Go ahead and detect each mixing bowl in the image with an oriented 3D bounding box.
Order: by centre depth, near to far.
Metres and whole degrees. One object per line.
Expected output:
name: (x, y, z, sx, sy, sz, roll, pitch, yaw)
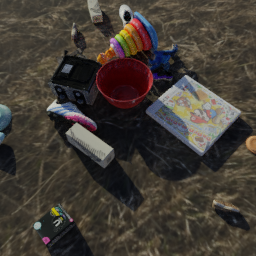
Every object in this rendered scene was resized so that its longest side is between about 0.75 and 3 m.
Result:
mixing bowl: (-0.139, -1.687, 11.757, 2.290, 1.240, 2.290, 0, 60, 0)

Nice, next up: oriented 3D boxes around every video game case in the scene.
video game case: (2.713, -0.652, 11.663, 2.941, 0.337, 2.677, 40, 67, 21)

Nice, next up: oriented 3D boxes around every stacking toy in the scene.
stacking toy: (-0.205, -3.865, 13.125, 2.907, 1.687, 1.596, -33, 60, -3)

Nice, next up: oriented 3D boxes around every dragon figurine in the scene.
dragon figurine: (1.544, -3.010, 12.840, 1.240, 0.734, 2.495, 15, 59, 9)

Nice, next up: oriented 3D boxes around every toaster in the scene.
toaster: (-2.148, -2.119, 12.032, 1.843, 1.209, 2.038, 14, 60, 8)

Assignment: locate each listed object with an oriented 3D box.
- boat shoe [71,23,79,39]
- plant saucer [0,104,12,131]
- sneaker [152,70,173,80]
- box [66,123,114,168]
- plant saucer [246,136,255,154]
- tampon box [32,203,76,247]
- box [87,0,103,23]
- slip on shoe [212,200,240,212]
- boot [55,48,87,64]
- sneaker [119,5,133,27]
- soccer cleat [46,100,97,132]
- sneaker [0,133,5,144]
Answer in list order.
boat shoe: (-2.671, -4.880, 14.187, 0.354, 0.393, 1.091, 6, 54, -12)
plant saucer: (-5.606, -0.455, 11.587, 1.469, 0.283, 1.469, 0, 58, 0)
sneaker: (1.545, -2.432, 12.641, 0.970, 0.482, 0.337, 2, 59, 1)
box: (-1.428, 0.656, 10.644, 1.878, 0.772, 0.642, 33, 65, 19)
plant saucer: (5.055, 0.657, 11.009, 0.784, 0.127, 0.784, 0, 60, 0)
tampon box: (-2.393, 3.180, 9.178, 1.075, 0.679, 0.805, -39, 66, -21)
box: (-1.759, -6.253, 14.927, 0.574, 0.478, 1.397, -13, 60, -8)
slip on shoe: (3.372, 2.762, 9.680, 0.903, 0.343, 0.274, 17, 100, 1)
boot: (-2.578, -3.016, 13.032, 1.327, 0.528, 1.524, -28, 56, -12)
sneaker: (-0.020, -5.861, 14.563, 0.716, 0.694, 1.960, -11, 60, -6)
soccer cleat: (-2.203, -0.577, 11.358, 2.246, 0.784, 0.970, 18, 61, 11)
sneaker: (-5.588, 0.337, 11.037, 1.535, 0.567, 0.629, 11, 37, 7)
